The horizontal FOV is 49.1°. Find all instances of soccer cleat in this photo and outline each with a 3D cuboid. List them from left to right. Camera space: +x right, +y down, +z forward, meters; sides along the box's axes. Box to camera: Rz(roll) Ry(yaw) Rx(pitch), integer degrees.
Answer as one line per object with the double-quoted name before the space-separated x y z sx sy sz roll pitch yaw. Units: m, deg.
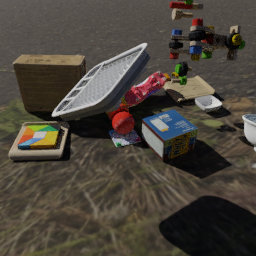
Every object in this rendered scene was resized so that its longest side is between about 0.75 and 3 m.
"soccer cleat" 0.557 -1.503 11.965 2.597 0.993 0.866 -34 75 -17

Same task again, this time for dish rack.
"dish rack" -0.617 -0.976 6.846 2.502 0.545 2.147 -9 39 51

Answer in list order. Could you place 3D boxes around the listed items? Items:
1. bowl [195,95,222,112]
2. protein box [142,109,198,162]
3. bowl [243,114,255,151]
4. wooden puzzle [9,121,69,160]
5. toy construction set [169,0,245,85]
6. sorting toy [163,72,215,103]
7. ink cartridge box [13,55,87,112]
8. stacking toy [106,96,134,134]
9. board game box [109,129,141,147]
"bowl" 3.292 -0.961 11.500 0.881 0.329 0.883 -14 38 -18
"protein box" 1.365 0.206 9.427 1.325 0.900 1.334 -18 40 -23
"bowl" 4.710 0.346 8.865 2.288 1.028 2.288 8 15 -2
"wooden puzzle" -3.021 0.347 9.708 1.740 0.350 1.881 -1 37 -3
"toy construction set" 2.795 -3.348 10.056 2.246 2.437 2.922 -2 74 -12
"sorting toy" 2.583 -1.936 12.879 1.821 0.327 2.445 -14 38 -11
"ink cartridge box" -2.898 -1.723 11.021 2.569 2.117 0.965 3 37 4
"stacking toy" -0.507 -0.981 10.592 1.241 1.241 2.908 -14 53 -18
"board game box" -0.116 0.268 10.011 0.923 0.119 0.923 -12 38 -17
